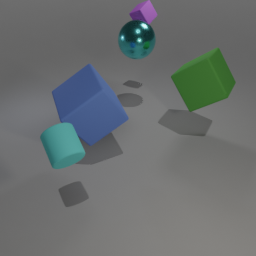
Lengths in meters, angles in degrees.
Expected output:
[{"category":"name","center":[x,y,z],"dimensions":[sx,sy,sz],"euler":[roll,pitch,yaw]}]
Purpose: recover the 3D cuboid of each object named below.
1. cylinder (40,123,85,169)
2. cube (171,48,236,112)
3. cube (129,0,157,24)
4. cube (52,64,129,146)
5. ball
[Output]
[{"category":"cylinder","center":[-1.317,0.363,5.658],"dimensions":[0.700,0.700,0.700],"euler":[-18,70,-28]},{"category":"cube","center":[2.550,-1.615,9.392],"dimensions":[1.400,1.400,1.400],"euler":[-22,14,39]},{"category":"cube","center":[0.623,-4.622,11.398],"dimensions":[0.700,0.700,0.700],"euler":[8,54,50]},{"category":"cube","center":[-1.076,-0.643,7.941],"dimensions":[1.400,1.400,1.400],"euler":[-35,47,7]},{"category":"ball","center":[0.324,-3.243,10.325],"dimensions":[1.400,1.400,1.400],"euler":[0,31,0]}]
